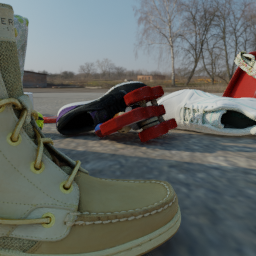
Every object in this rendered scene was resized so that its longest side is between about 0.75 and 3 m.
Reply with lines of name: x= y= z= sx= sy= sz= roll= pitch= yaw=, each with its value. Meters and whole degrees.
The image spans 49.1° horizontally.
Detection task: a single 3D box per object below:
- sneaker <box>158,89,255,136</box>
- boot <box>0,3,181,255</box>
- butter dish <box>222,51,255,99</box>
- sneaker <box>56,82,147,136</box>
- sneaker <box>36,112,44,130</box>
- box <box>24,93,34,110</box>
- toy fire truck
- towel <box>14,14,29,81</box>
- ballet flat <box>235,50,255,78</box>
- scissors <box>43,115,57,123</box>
sneaker: x=1.819 y=-0.360 z=6.481 sx=2.833 sy=0.996 sz=1.135 roll=5 pitch=13 yaw=28
boot: x=-0.638 y=0.026 z=1.812 sx=2.020 sy=1.570 sz=0.735 roll=0 pitch=8 yaw=-2
butter dish: x=5.075 y=-1.237 z=9.867 sx=2.645 sy=1.955 sz=2.638 roll=-3 pitch=-36 yaw=-8
sneaker: x=-0.495 y=-0.334 z=6.266 sx=2.261 sy=0.856 sz=0.990 roll=-22 pitch=18 yaw=-1
sneaker: x=-2.673 y=-0.078 z=5.911 sx=0.769 sy=0.681 sz=1.839 roll=3 pitch=-1 yaw=33
box: x=-4.249 y=-0.881 z=10.352 sx=1.287 sy=0.845 sz=1.293 roll=-4 pitch=9 yaw=-27
toy fire truck: x=0.108 y=-0.153 z=5.858 sx=1.465 sy=0.978 sz=1.744 roll=-23 pitch=-2 yaw=25
towel: x=-2.867 y=-0.664 z=4.017 sx=2.648 sy=2.267 sz=0.638 roll=-5 pitch=36 yaw=-40
ballet flat: x=2.795 y=-1.393 z=6.247 sx=0.422 sy=0.357 sz=1.116 roll=-17 pitch=42 yaw=-17
scissors: x=-2.823 y=-0.209 z=8.099 sx=0.945 sy=0.180 sz=2.584 roll=8 pitch=10 yaw=35
